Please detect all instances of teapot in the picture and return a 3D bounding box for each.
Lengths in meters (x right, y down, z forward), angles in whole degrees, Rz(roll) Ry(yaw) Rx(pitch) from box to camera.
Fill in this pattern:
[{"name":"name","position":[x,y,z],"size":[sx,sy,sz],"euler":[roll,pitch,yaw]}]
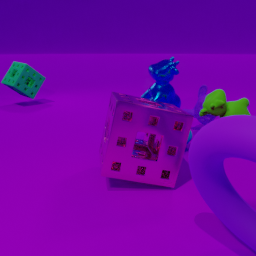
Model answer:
[{"name":"teapot","position":[1.001,0.066,5.924],"size":[0.716,0.564,1.152],"euler":[7,27,39]}]

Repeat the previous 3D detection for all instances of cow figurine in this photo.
[{"name":"cow figurine","position":[2.145,-0.251,5.942],"size":[1.202,1.222,0.671],"euler":[-21,-8,-38]},{"name":"cow figurine","position":[1.020,-1.031,7.543],"size":[1.536,1.511,0.843],"euler":[34,16,-33]}]

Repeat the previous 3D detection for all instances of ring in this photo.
[{"name":"ring","position":[1.223,0.620,2.385],"size":[0.339,1.696,1.696],"euler":[-38,33,-22]}]

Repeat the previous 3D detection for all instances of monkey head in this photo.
[{"name":"monkey head","position":[1.882,-0.485,7.227],"size":[0.838,1.165,0.702],"euler":[1,35,35]}]

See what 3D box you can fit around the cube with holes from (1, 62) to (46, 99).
[{"name":"cube with holes","position":[-3.843,-1.757,10.315],"size":[0.923,0.923,0.923],"euler":[18,-13,39]}]

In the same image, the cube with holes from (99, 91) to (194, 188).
[{"name":"cube with holes","position":[0.207,0.131,4.524],"size":[1.120,1.120,1.120],"euler":[11,12,-10]}]
